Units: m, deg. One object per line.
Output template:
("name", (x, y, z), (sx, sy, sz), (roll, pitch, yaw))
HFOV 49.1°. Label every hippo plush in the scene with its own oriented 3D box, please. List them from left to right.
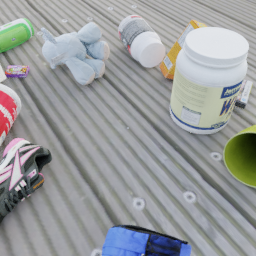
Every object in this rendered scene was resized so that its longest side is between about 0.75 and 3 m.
("hippo plush", (-2.396, -2.852, 11.371), (2.871, 2.287, 2.308), (-26, 21, -39))

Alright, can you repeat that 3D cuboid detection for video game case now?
("video game case", (3.884, -1.582, 10.928), (1.702, 0.217, 1.538), (22, 51, 15))

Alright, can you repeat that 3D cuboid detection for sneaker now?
("sneaker", (-2.965, 1.451, 7.482), (1.285, 1.196, 2.977), (8, 48, 6))

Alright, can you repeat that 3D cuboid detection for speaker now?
("speaker", (-5.567, -4.257, 12.996), (1.029, 1.029, 2.327), (31, 54, 26))

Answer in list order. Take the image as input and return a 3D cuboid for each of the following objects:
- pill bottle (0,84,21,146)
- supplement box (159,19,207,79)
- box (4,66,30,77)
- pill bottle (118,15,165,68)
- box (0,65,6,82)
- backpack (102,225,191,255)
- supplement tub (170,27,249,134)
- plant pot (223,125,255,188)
("pill bottle", (-4.491, -0.104, 8.750), (1.455, 1.455, 2.592), (5, 47, 4))
("supplement box", (2.180, -2.935, 10.776), (0.762, 2.290, 0.788), (6, 49, -34))
("box", (-4.668, -2.380, 11.783), (0.899, 0.176, 0.615), (0, 46, 0))
("pill bottle", (0.582, -3.794, 12.282), (1.393, 1.393, 2.446), (-15, 48, -14))
("box", (-5.356, -2.112, 10.504), (0.753, 1.078, 1.416), (-16, 21, 3))
("backpack", (0.271, 2.900, 5.893), (1.806, 1.468, 1.516), (14, 52, 12))
("supplement tub", (2.521, -1.459, 9.014), (2.111, 2.912, 2.111), (0, 46, 0))
("plant pot", (3.944, 0.557, 8.191), (1.698, 1.698, 1.814), (30, 39, 26))
